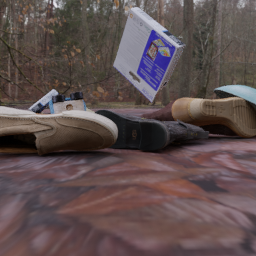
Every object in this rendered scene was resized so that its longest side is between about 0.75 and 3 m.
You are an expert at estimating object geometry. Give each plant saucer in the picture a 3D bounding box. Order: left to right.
[{"bbox_3d":[4.084,-0.719,8.828,2.815,0.542,2.815,30,7,-4],"label":"plant saucer"}]

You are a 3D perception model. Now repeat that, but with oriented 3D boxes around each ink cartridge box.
[{"bbox_3d":[-4.427,-1.003,14.014,1.748,0.379,1.731,-32,15,52],"label":"ink cartridge box"},{"bbox_3d":[0.743,-3.032,11.851,0.622,2.865,2.838,-24,61,-39],"label":"ink cartridge box"}]

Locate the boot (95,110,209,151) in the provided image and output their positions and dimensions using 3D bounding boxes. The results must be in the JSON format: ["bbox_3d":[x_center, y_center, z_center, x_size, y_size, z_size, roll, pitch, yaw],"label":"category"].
[{"bbox_3d":[0.510,0.070,6.691,2.327,0.806,2.026,14,10,34],"label":"boot"}]

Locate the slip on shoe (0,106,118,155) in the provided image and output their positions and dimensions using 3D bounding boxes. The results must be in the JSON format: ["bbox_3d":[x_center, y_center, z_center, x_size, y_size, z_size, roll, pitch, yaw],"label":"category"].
[{"bbox_3d":[-1.506,0.166,5.315,2.581,0.981,0.782,8,45,-1],"label":"slip on shoe"}]

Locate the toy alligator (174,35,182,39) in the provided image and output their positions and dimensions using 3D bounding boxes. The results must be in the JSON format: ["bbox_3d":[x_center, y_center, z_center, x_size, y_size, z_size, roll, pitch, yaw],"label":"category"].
[{"bbox_3d":[2.140,-4.532,14.167,1.281,0.425,0.308,3,-33,-17],"label":"toy alligator"}]

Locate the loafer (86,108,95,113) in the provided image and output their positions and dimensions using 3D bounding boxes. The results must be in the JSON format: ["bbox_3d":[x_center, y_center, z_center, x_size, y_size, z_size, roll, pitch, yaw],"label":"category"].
[{"bbox_3d":[-2.451,-0.770,14.725,2.698,0.921,1.021,4,6,36],"label":"loafer"}]

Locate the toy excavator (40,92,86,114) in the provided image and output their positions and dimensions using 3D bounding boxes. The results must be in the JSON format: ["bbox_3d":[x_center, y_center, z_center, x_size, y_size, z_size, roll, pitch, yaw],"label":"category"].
[{"bbox_3d":[-3.446,-0.779,14.072,2.574,1.322,2.647,-10,-2,-15],"label":"toy excavator"}]

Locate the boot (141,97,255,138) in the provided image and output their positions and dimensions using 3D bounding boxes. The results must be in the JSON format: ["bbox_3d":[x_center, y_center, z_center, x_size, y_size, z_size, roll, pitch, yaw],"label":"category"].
[{"bbox_3d":[2.166,-0.256,8.421,2.945,1.065,2.450,11,-12,-32],"label":"boot"}]
